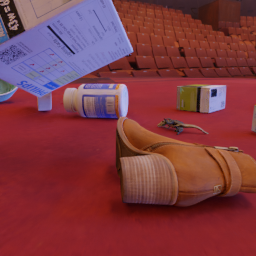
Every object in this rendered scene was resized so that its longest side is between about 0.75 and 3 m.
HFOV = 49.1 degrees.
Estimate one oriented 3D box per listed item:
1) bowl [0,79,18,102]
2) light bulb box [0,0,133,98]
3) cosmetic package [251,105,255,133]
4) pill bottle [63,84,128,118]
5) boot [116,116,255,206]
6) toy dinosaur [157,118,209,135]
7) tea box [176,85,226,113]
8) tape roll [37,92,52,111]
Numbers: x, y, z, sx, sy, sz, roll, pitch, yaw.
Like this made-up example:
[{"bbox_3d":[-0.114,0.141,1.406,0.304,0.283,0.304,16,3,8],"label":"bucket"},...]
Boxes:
[{"bbox_3d":[-6.848,-2.385,14.325,2.709,2.709,1.417,-7,-25,-27],"label":"bowl"},{"bbox_3d":[-1.372,-1.879,5.079,2.317,1.446,2.296,-24,-11,7],"label":"light bulb box"},{"bbox_3d":[3.986,-0.203,7.568,0.918,0.763,0.768,0,12,-5],"label":"cosmetic package"},{"bbox_3d":[-1.145,-0.978,10.067,2.156,1.208,1.208,2,13,11],"label":"pill bottle"},{"bbox_3d":[0.771,0.389,4.483,1.900,0.939,2.448,-1,13,-6],"label":"boot"},{"bbox_3d":[1.393,-0.054,7.916,1.601,0.380,0.705,15,13,40],"label":"toy dinosaur"},{"bbox_3d":[3.083,-1.284,11.823,1.522,1.034,1.548,11,17,41],"label":"tea box"},{"bbox_3d":[-3.534,-2.198,11.478,0.547,2.995,2.995,-4,13,-17],"label":"tape roll"}]
